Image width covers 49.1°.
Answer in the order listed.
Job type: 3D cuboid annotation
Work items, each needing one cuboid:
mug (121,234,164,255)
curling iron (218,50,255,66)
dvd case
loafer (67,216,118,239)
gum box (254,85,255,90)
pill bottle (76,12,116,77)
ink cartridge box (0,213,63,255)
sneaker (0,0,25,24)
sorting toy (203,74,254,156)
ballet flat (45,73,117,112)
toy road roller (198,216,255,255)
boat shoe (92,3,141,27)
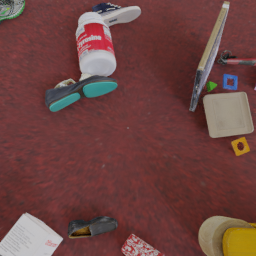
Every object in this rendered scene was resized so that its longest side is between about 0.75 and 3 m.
[{"bbox_3d":[0.272,3.069,6.645,0.899,0.600,0.798,33,66,18],"label":"mug"},{"bbox_3d":[4.261,-2.248,9.105,2.561,0.327,0.635,6,50,16],"label":"curling iron"},{"bbox_3d":[2.428,-2.074,8.377,0.214,1.994,2.682,18,65,15],"label":"dvd case"},{"bbox_3d":[-0.868,2.511,6.904,1.257,0.454,0.457,-9,107,0],"label":"loafer"},{"bbox_3d":[4.529,-1.601,9.071,0.555,0.323,0.977,22,66,11],"label":"gum box"},{"bbox_3d":[-1.091,-2.738,9.170,1.147,1.147,2.043,-9,64,-5],"label":"pill bottle"},{"bbox_3d":[-2.450,3.005,6.211,0.805,1.394,1.909,31,68,14],"label":"ink cartridge box"},{"bbox_3d":[-4.574,-4.351,10.165,0.728,0.795,1.866,41,70,18],"label":"sneaker"},{"bbox_3d":[2.907,-0.377,8.231,1.359,0.329,2.414,-7,82,-12],"label":"sorting toy"},{"bbox_3d":[-1.492,-1.263,8.658,2.294,0.838,0.838,-22,66,-8],"label":"ballet flat"},{"bbox_3d":[3.087,3.127,5.989,2.940,1.807,2.146,5,76,2],"label":"toy road roller"},{"bbox_3d":[-0.476,-4.262,10.175,1.775,0.663,0.823,-18,73,-8],"label":"boat shoe"}]
